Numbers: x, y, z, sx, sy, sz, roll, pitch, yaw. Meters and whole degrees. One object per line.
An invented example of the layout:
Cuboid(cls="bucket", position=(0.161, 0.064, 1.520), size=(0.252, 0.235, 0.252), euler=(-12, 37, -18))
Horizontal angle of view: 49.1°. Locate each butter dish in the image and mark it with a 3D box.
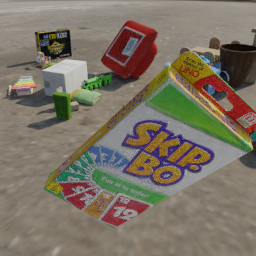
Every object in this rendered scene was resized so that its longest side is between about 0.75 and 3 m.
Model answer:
Cuboid(cls="butter dish", position=(0.316, -2.901, 11.178), size=(1.558, 2.107, 2.101), euler=(29, 9, -47))

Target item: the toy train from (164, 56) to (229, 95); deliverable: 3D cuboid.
Cuboid(cls="toy train", position=(2.209, -1.559, 9.205), size=(2.633, 1.141, 1.504), euler=(-20, 43, -35))

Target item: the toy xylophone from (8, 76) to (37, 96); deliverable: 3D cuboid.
Cuboid(cls="toy xylophone", position=(-3.678, -1.428, 9.684), size=(0.938, 0.322, 1.281), euler=(-11, 31, -19))

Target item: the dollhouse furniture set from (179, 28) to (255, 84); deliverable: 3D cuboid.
Cuboid(cls="dollhouse furniture set", position=(3.951, -3.139, 11.117), size=(2.965, 1.930, 2.724), euler=(23, 36, 35))

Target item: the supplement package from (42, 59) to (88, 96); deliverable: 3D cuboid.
Cuboid(cls="supplement package", position=(-2.115, -1.720, 9.625), size=(0.873, 0.884, 1.458), euler=(11, 31, 19))

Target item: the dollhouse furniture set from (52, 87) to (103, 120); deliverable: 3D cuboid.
Cuboid(cls="dollhouse furniture set", position=(-1.567, -1.008, 8.500), size=(0.955, 0.738, 1.912), euler=(11, 31, 18))

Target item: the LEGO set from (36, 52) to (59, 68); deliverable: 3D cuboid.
Cuboid(cls="LEGO set", position=(-3.394, -2.990, 12.204), size=(1.644, 0.612, 0.756), euler=(14, 32, 23))

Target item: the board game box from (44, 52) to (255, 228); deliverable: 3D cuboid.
Cuboid(cls="board game box", position=(0.127, 0.275, 2.475), size=(0.915, 1.915, 0.287), euler=(36, 33, -20))

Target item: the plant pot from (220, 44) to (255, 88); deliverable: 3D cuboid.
Cuboid(cls="plant pot", position=(3.829, -2.191, 9.989), size=(1.272, 1.361, 1.272), euler=(1, 29, 0))

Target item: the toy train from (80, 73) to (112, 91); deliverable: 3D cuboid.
Cuboid(cls="toy train", position=(-1.115, -1.646, 10.003), size=(0.296, 0.400, 1.419), euler=(23, 36, 36))

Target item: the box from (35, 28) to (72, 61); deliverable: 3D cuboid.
Cuboid(cls="box", position=(-3.482, -3.924, 13.195), size=(1.624, 1.297, 0.401), euler=(-21, 35, -34))

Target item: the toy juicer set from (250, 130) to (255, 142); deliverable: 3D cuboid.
Cuboid(cls="toy juicer set", position=(3.480, 0.225, 6.521), size=(1.455, 0.622, 2.287), euler=(-7, 19, -43))
